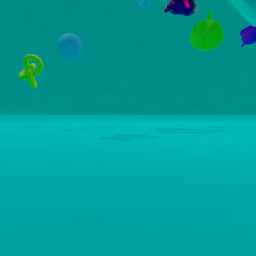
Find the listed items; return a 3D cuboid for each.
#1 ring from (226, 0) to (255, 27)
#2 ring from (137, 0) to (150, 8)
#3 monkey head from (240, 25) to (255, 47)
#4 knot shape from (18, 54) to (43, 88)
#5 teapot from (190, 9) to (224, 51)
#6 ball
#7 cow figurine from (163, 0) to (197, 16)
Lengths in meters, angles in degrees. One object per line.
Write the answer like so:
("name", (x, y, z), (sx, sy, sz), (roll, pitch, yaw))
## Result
("ring", (3.005, -3.482, 7.687), (0.359, 1.793, 1.793), (-44, -22, 29))
("ring", (0.400, -4.277, 8.631), (0.215, 1.075, 1.075), (-22, 6, -8))
("monkey head", (4.230, -3.193, 9.556), (0.723, 0.606, 1.006), (-29, 2, -23))
("knot shape", (-3.313, -1.901, 9.439), (0.503, 1.089, 1.019), (4, 6, -43))
("teapot", (2.349, -2.889, 8.396), (1.003, 1.613, 0.790), (4, -35, 25))
("ball", (-1.902, -2.677, 9.213), (0.834, 0.834, 0.834), (0, 3, 0))
("cow figurine", (1.286, -3.167, 6.019), (1.358, 1.380, 0.757), (-11, 21, 34))
